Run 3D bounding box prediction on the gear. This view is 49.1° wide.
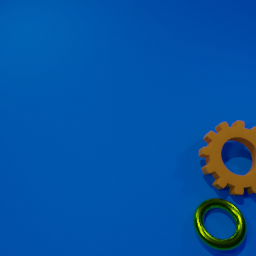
[{"bbox_3d":[3.071,0.827,7.880,2.053,0.380,2.053,1,73,-4],"label":"gear"}]

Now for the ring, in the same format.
[{"bbox_3d":[2.351,2.439,7.199,1.342,0.268,1.342,-1,52,2],"label":"ring"}]
